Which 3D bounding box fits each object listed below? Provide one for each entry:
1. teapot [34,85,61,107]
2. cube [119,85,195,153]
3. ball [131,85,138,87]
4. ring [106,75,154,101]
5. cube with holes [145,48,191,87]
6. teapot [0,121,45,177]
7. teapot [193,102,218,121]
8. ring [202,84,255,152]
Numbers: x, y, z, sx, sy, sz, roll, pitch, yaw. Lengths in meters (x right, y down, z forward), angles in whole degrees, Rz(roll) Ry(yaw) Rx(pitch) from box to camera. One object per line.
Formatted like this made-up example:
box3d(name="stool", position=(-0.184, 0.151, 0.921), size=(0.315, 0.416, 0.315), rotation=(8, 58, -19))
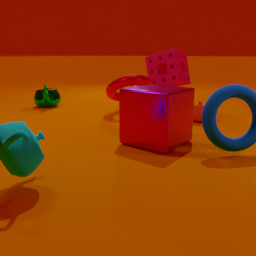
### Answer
box3d(name="teapot", position=(-3.082, -1.235, 10.657), size=(1.021, 0.804, 1.642), rotation=(-6, 11, -12))
box3d(name="cube", position=(0.666, -0.285, 6.473), size=(1.271, 1.271, 1.271), rotation=(11, 18, 36))
box3d(name="ball", position=(0.271, -0.923, 9.358), size=(0.988, 0.988, 0.988), rotation=(0, 16, 0))
box3d(name="ring", position=(0.057, -1.316, 9.444), size=(1.634, 0.327, 1.634), rotation=(-10, -15, -3))
box3d(name="cube with holes", position=(1.534, -2.175, 10.644), size=(1.201, 1.201, 1.201), rotation=(-9, 0, 32))
box3d(name="teapot", position=(-1.611, 0.286, 4.299), size=(0.688, 0.873, 1.405), rotation=(-31, -7, -17))
box3d(name="teapot", position=(2.125, -0.512, 8.495), size=(1.180, 0.578, 0.734), rotation=(4, 4, 0))
box3d(name="ring", position=(2.166, -0.200, 5.700), size=(1.372, 1.372, 0.274), rotation=(-2, 3, -9))
